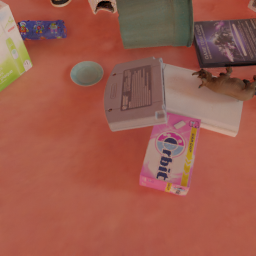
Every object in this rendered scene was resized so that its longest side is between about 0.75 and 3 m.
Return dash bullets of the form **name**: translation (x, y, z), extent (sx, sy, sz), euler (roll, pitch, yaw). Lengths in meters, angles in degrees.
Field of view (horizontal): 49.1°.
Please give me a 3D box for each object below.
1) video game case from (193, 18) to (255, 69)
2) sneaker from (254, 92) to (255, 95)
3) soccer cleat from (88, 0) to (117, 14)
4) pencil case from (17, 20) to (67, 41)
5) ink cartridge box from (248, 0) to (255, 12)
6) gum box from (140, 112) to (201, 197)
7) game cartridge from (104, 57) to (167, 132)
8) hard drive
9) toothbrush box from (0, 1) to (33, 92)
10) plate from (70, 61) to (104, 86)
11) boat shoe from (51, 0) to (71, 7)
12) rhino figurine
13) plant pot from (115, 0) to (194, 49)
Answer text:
- **video game case**: translation (3.748, -2.970, 9.645), extent (2.950, 0.280, 2.108), euler (-4, 59, -1)
- **sneaker**: translation (4.636, -0.992, 8.192), extent (1.849, 0.703, 1.336), euler (-14, 57, -10)
- **soccer cleat**: translation (-0.301, -4.819, 10.510), extent (2.364, 0.811, 1.007), euler (-8, 70, -3)
- **pencil case**: translation (-2.938, -3.410, 9.677), extent (1.607, 0.627, 0.698), euler (-4, 88, -3)
- **ink cartridge box**: translation (6.422, -4.725, 10.542), extent (2.992, 0.707, 2.395), euler (-33, 64, -24)
- **gum box**: translation (1.120, 0.563, 7.255), extent (1.181, 0.688, 2.080), euler (13, 60, 9)
- **game cartridge**: translation (0.187, -1.003, 7.900), extent (1.715, 0.520, 2.572), euler (-6, 48, 11)
- **hard drive**: translation (1.971, -0.926, 8.353), extent (2.763, 0.369, 1.823), euler (17, 60, 9)
- **toothbrush box**: translation (-3.977, -2.296, 8.040), extent (0.995, 2.312, 1.683), euler (33, 64, 19)
- **plate**: translation (-1.306, -1.719, 8.969), extent (1.060, 0.135, 1.060), euler (0, 59, 1)
- **boat shoe**: translation (-2.530, -5.845, 11.029), extent (0.956, 0.848, 2.558), euler (10, 59, 6)
- **rhino figurine**: translation (2.748, -1.302, 8.018), extent (1.884, 0.563, 0.824), euler (17, 65, 9)
- **plant pot**: translation (0.799, -3.550, 9.025), extent (2.187, 2.233, 2.233), euler (-9, 59, 4)
